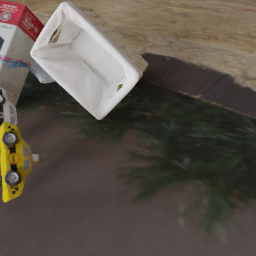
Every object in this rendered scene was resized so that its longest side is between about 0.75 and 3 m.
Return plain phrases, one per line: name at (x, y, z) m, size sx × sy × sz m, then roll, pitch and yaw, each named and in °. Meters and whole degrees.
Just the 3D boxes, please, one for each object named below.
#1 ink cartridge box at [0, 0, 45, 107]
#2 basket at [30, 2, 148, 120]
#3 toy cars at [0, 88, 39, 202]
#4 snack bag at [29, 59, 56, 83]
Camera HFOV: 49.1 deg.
ink cartridge box at (-3.788, -2.053, 7.763) m, size 1.956 × 1.111 × 2.684 m, roll 15°, pitch 82°, yaw 15°
basket at (-0.871, -1.755, 7.225) m, size 2.474 × 1.677 × 1.526 m, roll 44°, pitch 27°, yaw -3°
toy cars at (-2.431, 0.220, 5.870) m, size 0.663 × 1.342 × 2.994 m, roll 0°, pitch 32°, yaw -33°
snack bag at (-2.054, -2.075, 9.365) m, size 2.901 × 0.310 × 2.735 m, roll -13°, pitch 39°, yaw -37°
